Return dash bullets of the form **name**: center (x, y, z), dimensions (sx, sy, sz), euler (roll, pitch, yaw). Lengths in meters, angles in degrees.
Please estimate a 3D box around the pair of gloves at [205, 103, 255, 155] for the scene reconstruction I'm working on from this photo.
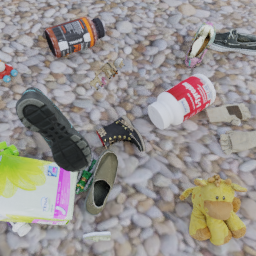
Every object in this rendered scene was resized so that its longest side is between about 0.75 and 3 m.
- **pair of gloves**: center (4.321, -0.042, 11.374), dimensions (1.879, 0.387, 2.210), euler (-13, 62, -12)

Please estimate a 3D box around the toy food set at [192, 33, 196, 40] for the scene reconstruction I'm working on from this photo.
- **toy food set**: center (3.634, -4.801, 14.090), dimensions (1.116, 0.364, 0.656), euler (-44, 24, -24)

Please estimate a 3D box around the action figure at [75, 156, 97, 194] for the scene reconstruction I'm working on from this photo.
- **action figure**: center (-1.524, 1.760, 10.282), dimensions (0.880, 0.407, 1.490), euler (22, 65, 9)

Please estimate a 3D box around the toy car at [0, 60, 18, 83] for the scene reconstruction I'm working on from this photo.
- **toy car**: center (-5.691, -2.740, 12.652), dimensions (0.917, 0.995, 0.880), euler (31, 63, 17)

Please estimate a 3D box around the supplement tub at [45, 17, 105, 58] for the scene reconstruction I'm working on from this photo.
- **supplement tub**: center (-2.483, -4.436, 13.428), dimensions (2.679, 1.433, 1.433), euler (-25, 62, -16)

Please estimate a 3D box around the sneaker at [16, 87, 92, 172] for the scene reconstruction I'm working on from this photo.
- **sneaker**: center (-1.895, 0.047, 7.739), dimensions (1.082, 2.871, 1.138), euler (-28, 35, 1)

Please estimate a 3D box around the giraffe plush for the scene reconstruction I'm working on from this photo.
- **giraffe plush**: center (2.850, 2.367, 8.983), dimensions (2.046, 1.923, 2.371), euler (-16, 60, -9)

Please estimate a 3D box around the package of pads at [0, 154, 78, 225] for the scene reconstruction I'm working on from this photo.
- **package of pads**: center (-3.081, 2.113, 9.296), dimensions (2.628, 0.896, 2.030), euler (13, 56, -19)

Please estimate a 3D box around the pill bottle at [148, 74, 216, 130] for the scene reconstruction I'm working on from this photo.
- **pill bottle**: center (2.133, -1.032, 11.341), dimensions (2.579, 1.447, 1.447), euler (-31, 64, -17)

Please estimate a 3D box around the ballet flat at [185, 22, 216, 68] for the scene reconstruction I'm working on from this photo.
- **ballet flat**: center (3.457, -4.078, 13.133), dimensions (0.937, 0.964, 2.710), euler (25, 77, 15)

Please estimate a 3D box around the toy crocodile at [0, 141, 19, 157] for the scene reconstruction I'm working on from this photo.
- **toy crocodile**: center (-4.190, 1.417, 10.294), dimensions (2.514, 0.776, 0.849), euler (43, 52, 17)

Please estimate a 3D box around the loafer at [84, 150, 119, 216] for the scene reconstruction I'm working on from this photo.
- **loafer**: center (-0.797, 1.851, 9.813), dimensions (0.904, 0.837, 2.403), euler (22, 63, -16)

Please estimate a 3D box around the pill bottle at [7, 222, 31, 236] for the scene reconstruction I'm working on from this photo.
- **pill bottle**: center (-3.705, 3.082, 9.348), dimensions (0.568, 0.568, 1.020), euler (-40, 67, -21)

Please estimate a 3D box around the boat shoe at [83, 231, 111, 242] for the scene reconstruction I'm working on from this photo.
- **boat shoe**: center (-1.016, 3.583, 9.191), dimensions (0.916, 0.330, 0.284), euler (-4, 60, -6)

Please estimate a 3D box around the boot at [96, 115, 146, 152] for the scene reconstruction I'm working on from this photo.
- **boot**: center (-0.282, 0.413, 10.903), dimensions (1.411, 0.686, 1.874), euler (-25, 58, -16)

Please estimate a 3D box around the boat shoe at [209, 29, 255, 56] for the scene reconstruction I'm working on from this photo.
- **boat shoe**: center (5.123, -4.326, 13.606), dimensions (2.815, 0.998, 1.015), euler (10, 60, 7)

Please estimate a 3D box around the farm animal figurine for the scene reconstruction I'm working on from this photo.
- **farm animal figurine**: center (-0.753, -1.826, 9.145), dimensions (0.573, 1.086, 1.099), euler (48, 57, -5)
